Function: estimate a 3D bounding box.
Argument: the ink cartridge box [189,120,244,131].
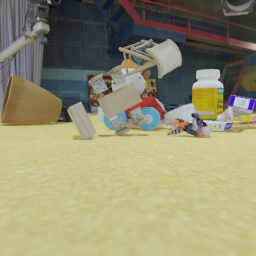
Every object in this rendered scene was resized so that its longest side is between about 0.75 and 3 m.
[{"bbox_3d":[3.257,-0.087,10.270,1.694,0.398,1.674,4,4,29],"label":"ink cartridge box"}]

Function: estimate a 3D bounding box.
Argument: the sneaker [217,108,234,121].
[{"bbox_3d":[4.275,-0.436,12.309,0.759,0.546,1.451,-7,-20,21],"label":"sneaker"}]

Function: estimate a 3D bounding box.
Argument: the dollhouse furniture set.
[{"bbox_3d":[-0.572,-0.594,7.921,2.072,1.816,1.376,-28,9,-11],"label":"dollhouse furniture set"}]

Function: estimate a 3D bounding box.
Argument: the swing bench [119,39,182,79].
[{"bbox_3d":[0.859,-2.579,10.228,1.682,1.091,1.673,8,29,33],"label":"swing bench"}]

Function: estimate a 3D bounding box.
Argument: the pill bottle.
[{"bbox_3d":[3.974,-1.512,13.997,1.500,2.661,1.500,0,4,0],"label":"pill bottle"}]

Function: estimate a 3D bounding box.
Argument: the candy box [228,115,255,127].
[{"bbox_3d":[5.010,-0.273,11.626,2.157,0.285,1.103,-3,-10,-31],"label":"candy box"}]

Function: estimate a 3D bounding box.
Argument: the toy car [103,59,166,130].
[{"bbox_3d":[0.284,-1.400,11.385,2.490,2.816,2.595,1,5,9],"label":"toy car"}]

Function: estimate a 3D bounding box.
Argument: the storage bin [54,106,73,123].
[{"bbox_3d":[-4.001,-0.829,16.753,1.361,0.944,2.014,0,5,1],"label":"storage bin"}]

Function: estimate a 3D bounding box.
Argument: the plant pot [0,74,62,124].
[{"bbox_3d":[-4.776,-1.154,14.079,2.610,2.432,2.432,14,-3,-28],"label":"plant pot"}]

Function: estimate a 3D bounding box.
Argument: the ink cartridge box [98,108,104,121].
[{"bbox_3d":[-0.626,-0.865,17.541,2.081,0.871,1.510,2,5,29],"label":"ink cartridge box"}]

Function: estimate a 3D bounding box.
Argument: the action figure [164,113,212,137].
[{"bbox_3d":[1.831,0.055,8.135,1.262,0.682,1.304,11,-19,36],"label":"action figure"}]

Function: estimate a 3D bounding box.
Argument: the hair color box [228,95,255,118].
[{"bbox_3d":[5.043,-0.771,12.588,1.001,0.594,1.832,16,-15,21],"label":"hair color box"}]

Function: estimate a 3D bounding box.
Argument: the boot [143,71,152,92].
[{"bbox_3d":[0.983,-2.229,13.426,0.284,0.857,0.751,-12,-10,-12],"label":"boot"}]

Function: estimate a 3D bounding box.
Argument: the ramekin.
[{"bbox_3d":[2.055,-0.417,10.732,1.194,0.627,1.194,-21,-7,-3],"label":"ramekin"}]
